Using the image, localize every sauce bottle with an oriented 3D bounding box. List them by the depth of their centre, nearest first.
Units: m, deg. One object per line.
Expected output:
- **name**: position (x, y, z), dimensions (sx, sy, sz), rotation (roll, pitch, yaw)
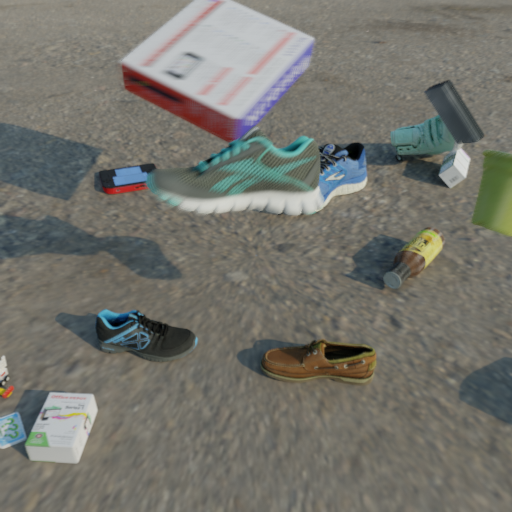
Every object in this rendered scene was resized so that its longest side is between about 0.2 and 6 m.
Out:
- **sauce bottle**: position (3.102, 0.049, 11.023), dimensions (0.601, 0.601, 1.858), rotation (23, 40, 29)

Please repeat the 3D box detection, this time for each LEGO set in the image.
- **LEGO set**: position (-4.217, 2.191, 8.162), dimensions (1.312, 0.431, 1.756), rotation (-15, 38, -26)

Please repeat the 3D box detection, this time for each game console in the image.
- **game console**: position (-3.212, -2.006, 14.280), dimensions (1.463, 0.227, 1.294), rotation (-11, 37, -16)

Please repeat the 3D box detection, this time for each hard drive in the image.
- **hard drive**: position (4.200, -3.024, 11.894), dimensions (0.229, 1.393, 0.972), rotation (-37, 10, 0)

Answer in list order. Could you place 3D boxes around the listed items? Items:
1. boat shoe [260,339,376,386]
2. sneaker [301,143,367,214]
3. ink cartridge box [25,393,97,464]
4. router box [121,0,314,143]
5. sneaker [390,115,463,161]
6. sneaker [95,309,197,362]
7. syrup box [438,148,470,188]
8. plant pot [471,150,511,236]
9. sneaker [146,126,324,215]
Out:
- **boat shoe**: position (0.973, 1.581, 8.823), dimensions (1.812, 0.616, 0.652), rotation (1, 35, 2)
- **sneaker**: position (1.510, -1.987, 13.298), dimensions (2.974, 1.326, 1.168), rotation (-29, 44, -34)
- **ink cartridge box**: position (-2.710, 2.394, 7.865), dimensions (0.668, 0.387, 0.923), rotation (2, 35, 3)
- **router box**: position (-0.660, -3.568, 10.385), dimensions (2.454, 0.668, 2.734), rotation (30, 59, 13)
- **sneaker**: position (4.286, -3.039, 14.283), dimensions (1.559, 0.972, 2.642), rotation (-3, -4, 4)
- **sneaker**: position (-1.827, 1.282, 9.184), dimensions (1.709, 0.700, 0.625), rotation (3, 35, 3)
- **syrup box**: position (5.058, -2.274, 14.273), dimensions (0.494, 0.478, 1.214), rotation (46, 40, -8)
- **plant pot**: position (3.028, -0.695, 6.675), dimensions (0.950, 0.874, 0.950), rotation (17, 11, -3)
- **sneaker**: position (-0.237, -1.229, 7.764), dimensions (2.551, 1.164, 0.990), rotation (-2, 21, -20)
